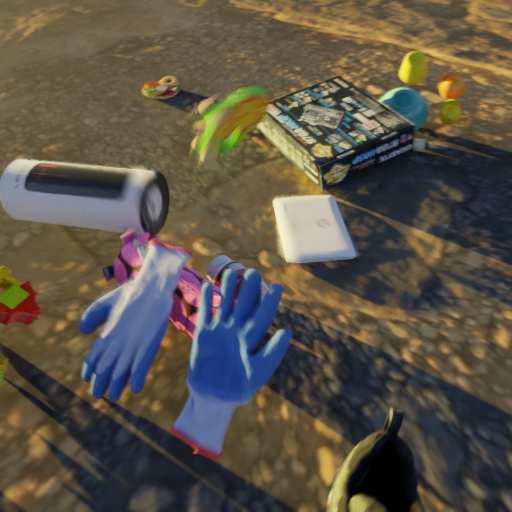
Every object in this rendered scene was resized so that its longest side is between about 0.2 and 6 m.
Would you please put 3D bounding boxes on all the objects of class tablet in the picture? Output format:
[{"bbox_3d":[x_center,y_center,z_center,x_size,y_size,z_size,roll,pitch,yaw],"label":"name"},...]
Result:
[{"bbox_3d":[0.983,-0.516,9.862,1.173,0.123,1.803,-4,41,-5],"label":"tablet"}]

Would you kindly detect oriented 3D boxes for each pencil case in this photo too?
[{"bbox_3d":[-0.992,0.538,7.924,2.390,1.120,1.085,29,49,27],"label":"pencil case"}]

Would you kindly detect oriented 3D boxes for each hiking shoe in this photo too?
[{"bbox_3d":[0.918,2.884,4.946,1.146,1.524,3.027,7,42,8],"label":"hiking shoe"}]

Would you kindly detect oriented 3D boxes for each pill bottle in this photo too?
[{"bbox_3d":[-0.305,0.405,8.520,0.528,0.528,0.926,-31,50,-30],"label":"pill bottle"}]

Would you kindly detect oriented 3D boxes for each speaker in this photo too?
[{"bbox_3d":[-2.817,-0.967,9.188,2.610,1.060,1.060,8,42,17],"label":"speaker"}]

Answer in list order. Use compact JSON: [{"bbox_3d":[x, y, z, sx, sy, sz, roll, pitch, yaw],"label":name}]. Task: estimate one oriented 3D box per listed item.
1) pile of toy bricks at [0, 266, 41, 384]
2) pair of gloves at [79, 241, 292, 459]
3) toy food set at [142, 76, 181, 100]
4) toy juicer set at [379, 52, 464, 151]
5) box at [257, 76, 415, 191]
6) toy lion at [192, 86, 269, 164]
[{"bbox_3d":[-3.808,1.420,6.974,1.421,1.596,2.878,34,28,-4],"label":"pile of toy bricks"},{"bbox_3d":[-1.019,1.009,7.025,2.821,0.321,2.268,20,81,24],"label":"pair of gloves"},{"bbox_3d":[-2.350,-4.165,13.927,0.943,0.229,0.934,-10,43,-12],"label":"toy food set"},{"bbox_3d":[3.506,-3.101,12.400,1.803,0.771,2.834,30,74,19],"label":"toy juicer set"},{"bbox_3d":[1.565,-2.680,11.719,2.218,0.642,2.790,-25,46,-14],"label":"box"},{"bbox_3d":[-0.440,-2.555,10.701,1.415,1.477,0.507,-22,65,-27],"label":"toy lion"}]
